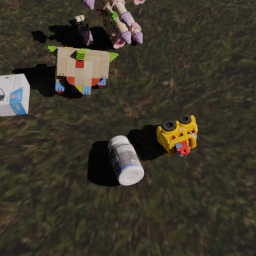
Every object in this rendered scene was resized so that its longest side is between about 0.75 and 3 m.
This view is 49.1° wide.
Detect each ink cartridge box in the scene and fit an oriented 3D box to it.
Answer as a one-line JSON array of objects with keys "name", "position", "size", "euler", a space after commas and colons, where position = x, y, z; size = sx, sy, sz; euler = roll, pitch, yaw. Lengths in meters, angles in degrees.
[{"name": "ink cartridge box", "position": [-4.104, -1.023, 9.003], "size": [1.633, 0.684, 1.185], "euler": [-6, 61, -3]}]

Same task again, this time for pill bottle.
[{"name": "pill bottle", "position": [-0.106, 0.872, 7.810], "size": [0.739, 0.739, 1.298], "euler": [-16, 46, -9]}]

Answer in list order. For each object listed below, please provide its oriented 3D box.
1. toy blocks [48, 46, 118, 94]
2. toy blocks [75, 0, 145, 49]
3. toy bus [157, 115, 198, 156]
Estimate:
[{"name": "toy blocks", "position": [-1.478, -1.762, 9.013], "size": [2.147, 1.468, 1.073], "euler": [0, 20, -19]}, {"name": "toy blocks", "position": [-0.446, -3.486, 9.587], "size": [2.291, 2.141, 1.929], "euler": [-21, 73, -12]}, {"name": "toy bus", "position": [1.539, 0.305, 7.896], "size": [1.166, 0.791, 1.120], "euler": [-20, 43, -7]}]
